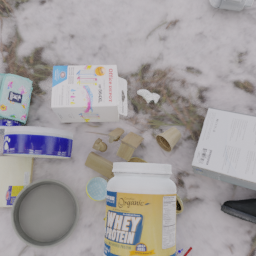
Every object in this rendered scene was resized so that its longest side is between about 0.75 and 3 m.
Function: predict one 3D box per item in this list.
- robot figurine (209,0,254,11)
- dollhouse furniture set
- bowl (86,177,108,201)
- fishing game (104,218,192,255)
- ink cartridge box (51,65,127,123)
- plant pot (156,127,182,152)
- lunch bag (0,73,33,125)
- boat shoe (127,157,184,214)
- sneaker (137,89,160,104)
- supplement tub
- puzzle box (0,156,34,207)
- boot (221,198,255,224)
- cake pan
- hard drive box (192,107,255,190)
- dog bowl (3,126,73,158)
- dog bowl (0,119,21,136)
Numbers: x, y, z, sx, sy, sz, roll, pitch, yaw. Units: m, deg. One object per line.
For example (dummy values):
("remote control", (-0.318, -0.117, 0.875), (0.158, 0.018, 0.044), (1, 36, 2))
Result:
("robot figurine", (4.247, -5.532, 11.681), (1.923, 1.086, 1.631), (10, 34, 3))
("dollhouse furniture set", (-0.473, 0.833, 10.126), (1.432, 1.227, 1.505), (27, 109, 8))
("bowl", (-1.087, 2.123, 9.564), (0.823, 0.443, 0.823), (13, 59, -22))
("fishing game", (0.572, 3.557, 9.213), (2.804, 0.436, 2.008), (40, 83, 8))
("ink cartridge box", (-1.278, -1.204, 10.066), (2.520, 1.578, 1.619), (-2, 73, 0))
("plant pot", (1.515, 0.364, 10.081), (0.706, 0.771, 0.771), (-37, 76, -22))
("lunch bag", (-4.617, -1.052, 10.212), (2.066, 1.260, 1.760), (5, 74, -5))
("boat shoe", (0.899, 1.913, 9.513), (0.902, 0.778, 2.474), (-39, 77, -11))
("sneaker", (0.749, -1.179, 10.724), (0.902, 0.352, 0.448), (18, 77, 7))
("supplement tub", (0.370, 2.484, 8.196), (2.073, 2.073, 2.866), (2, 81, 1))
("puzzle box", (-3.992, 1.871, 9.813), (1.184, 0.226, 1.779), (1, 72, -2))
("boot", (4.477, 1.808, 9.452), (2.282, 0.909, 2.769), (19, 77, -5))
("cake pan", (-2.707, 2.808, 9.303), (2.182, 0.400, 2.182), (2, 76, -7))
("hard drive box", (3.837, 0.750, 9.282), (2.870, 1.102, 2.237), (14, 73, 24))
("dog bowl", (-2.893, 0.511, 9.119), (2.135, 2.135, 0.841), (3, 82, 1))
("dog bowl", (-4.315, 0.004, 10.054), (0.896, 0.896, 0.353), (-1, 71, 0))
